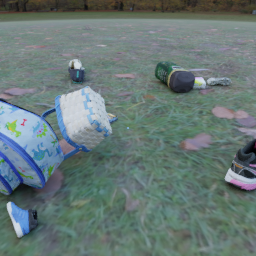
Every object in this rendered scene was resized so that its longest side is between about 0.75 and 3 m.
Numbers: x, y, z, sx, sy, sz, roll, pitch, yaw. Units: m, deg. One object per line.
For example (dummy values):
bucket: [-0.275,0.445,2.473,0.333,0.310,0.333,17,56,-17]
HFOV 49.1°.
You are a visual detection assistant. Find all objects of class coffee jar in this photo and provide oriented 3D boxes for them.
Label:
coffee jar: [2.324,-2.580,14.035,1.260,1.031,2.416,1,25,-17]

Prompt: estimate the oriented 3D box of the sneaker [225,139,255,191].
sneaker: [3.575,0.742,7.322,2.455,1.060,0.986,-19,33,-40]

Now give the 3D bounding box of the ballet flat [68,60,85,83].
ballet flat: [-2.850,-3.301,15.619,0.987,0.987,2.702,-6,27,-12]

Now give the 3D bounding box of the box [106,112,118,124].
box: [-0.878,-0.406,10.688,0.817,0.154,0.558,19,32,33]

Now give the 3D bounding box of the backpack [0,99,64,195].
backpack: [-2.880,0.544,6.744,2.339,2.140,1.719,14,52,23]

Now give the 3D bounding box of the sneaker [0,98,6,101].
sneaker: [-5.903,-1.149,11.774,1.543,0.513,0.698,-6,30,-7]

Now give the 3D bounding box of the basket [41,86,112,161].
basket: [-1.590,-0.047,8.022,2.075,1.444,1.830,-23,60,12]

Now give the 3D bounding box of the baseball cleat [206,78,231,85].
baseball cleat: [4.688,-2.464,14.513,1.204,0.420,0.641,0,27,-2]

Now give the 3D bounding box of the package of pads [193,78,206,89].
package of pads: [3.495,-2.275,14.222,0.776,0.342,1.004,1,27,4]

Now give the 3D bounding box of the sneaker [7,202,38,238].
sneaker: [-2.208,1.844,5.943,0.512,0.353,0.920,-22,37,-26]
